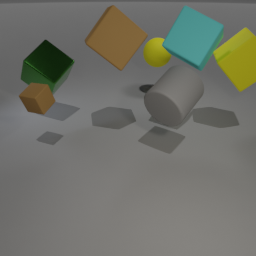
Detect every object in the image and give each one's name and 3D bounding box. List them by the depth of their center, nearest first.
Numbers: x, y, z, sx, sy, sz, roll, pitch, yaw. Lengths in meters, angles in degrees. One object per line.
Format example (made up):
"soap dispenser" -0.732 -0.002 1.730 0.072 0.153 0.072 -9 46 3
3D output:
"cylinder" 1.446 -1.012 8.807 1.400 1.400 1.400 21 56 34
"cube" -2.903 -0.948 9.004 0.700 0.700 0.700 10 49 24
"cube" -0.438 -2.925 9.115 1.400 1.400 1.400 34 11 -20
"cube" 2.177 -2.909 9.301 1.400 1.400 1.400 34 14 13
"cube" 4.061 -2.420 9.889 1.400 1.400 1.400 -37 18 26
"cube" -3.205 -2.297 11.121 1.400 1.400 1.400 36 59 -8
"ball" 1.445 -3.693 13.731 1.400 1.400 1.400 0 28 0
